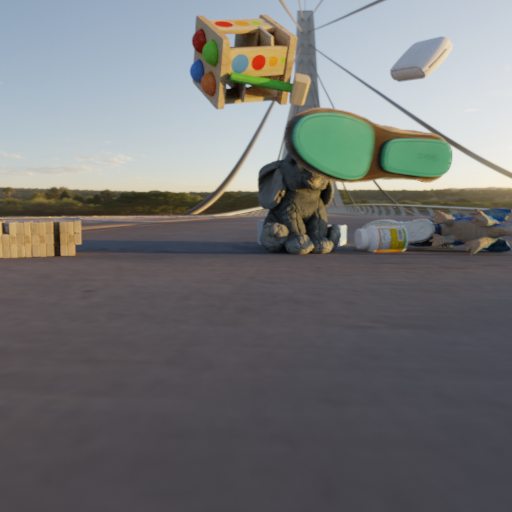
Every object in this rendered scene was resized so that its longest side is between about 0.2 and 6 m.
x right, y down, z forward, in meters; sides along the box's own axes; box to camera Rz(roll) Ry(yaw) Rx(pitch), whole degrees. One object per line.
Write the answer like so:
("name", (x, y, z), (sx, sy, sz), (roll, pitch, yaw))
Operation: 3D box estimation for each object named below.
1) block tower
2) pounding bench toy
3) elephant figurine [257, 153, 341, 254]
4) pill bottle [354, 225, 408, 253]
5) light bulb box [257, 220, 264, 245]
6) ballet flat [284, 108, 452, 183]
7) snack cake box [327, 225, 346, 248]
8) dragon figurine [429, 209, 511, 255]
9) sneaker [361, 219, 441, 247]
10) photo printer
("block tower", (-4.645, -0.322, 10.624), (2.531, 0.684, 0.732), (-2, 5, -17))
("pounding bench toy", (-0.162, -3.124, 9.376), (1.501, 1.196, 1.925), (-12, 43, -24))
("elephant figurine", (0.939, -1.412, 11.664), (2.060, 2.656, 1.879), (3, 6, 30))
("pill bottle", (2.580, -0.353, 11.618), (1.008, 0.560, 0.560), (-1, 5, -13))
("light bulb box", (0.700, -0.598, 13.942), (0.994, 0.626, 1.003), (3, 5, 32))
("ballet flat", (1.541, -1.557, 8.346), (2.942, 1.001, 0.989), (7, 12, -27))
("snack cake box", (1.639, -0.484, 13.463), (0.839, 0.490, 1.459), (4, 6, 19))
("dragon figurine", (4.647, -0.512, 11.466), (1.534, 0.908, 3.085), (-4, 5, -35))
("sneaker", (3.294, -0.454, 12.552), (1.690, 0.681, 1.237), (-6, -7, 29))
("photo printer", (2.824, -3.346, 9.548), (0.329, 0.789, 0.949), (45, -5, -24))
